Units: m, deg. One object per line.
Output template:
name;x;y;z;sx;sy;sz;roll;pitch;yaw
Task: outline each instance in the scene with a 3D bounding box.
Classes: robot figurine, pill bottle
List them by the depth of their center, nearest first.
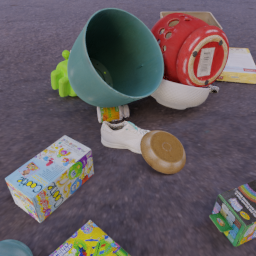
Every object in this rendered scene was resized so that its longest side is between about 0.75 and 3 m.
pill bottle;-0.556;-0.576;10.507;1.142;0.634;0.634;-8;40;-10
robot figurine;-1.983;-2.305;11.935;2.573;1.488;2.257;-31;59;-31

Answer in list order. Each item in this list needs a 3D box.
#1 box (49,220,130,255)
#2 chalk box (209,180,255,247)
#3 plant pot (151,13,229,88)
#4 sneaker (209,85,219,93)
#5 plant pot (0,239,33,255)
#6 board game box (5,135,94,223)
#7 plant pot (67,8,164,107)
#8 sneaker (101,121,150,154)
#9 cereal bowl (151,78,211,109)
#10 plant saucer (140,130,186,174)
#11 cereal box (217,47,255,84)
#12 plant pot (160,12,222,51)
box;-0.840;3.018;5.896;1.374;0.871;1.427;30;49;32
chalk box;2.764;2.143;6.909;1.583;0.981;0.988;-16;43;-17
plant pot;2.258;-2.771;10.332;2.512;2.512;2.288;-20;37;-23
sneaker;3.568;-1.693;12.165;0.784;0.293;0.322;7;40;8
plant pot;-2.526;2.967;5.588;1.654;1.654;1.108;0;12;-1
board game box;-2.070;1.341;7.793;1.098;1.079;2.095;25;45;28
plant pot;-0.672;-2.060;9.575;2.993;2.993;2.402;-37;9;-37
sneaker;0.202;0.214;9.248;2.275;1.007;0.856;4;38;5
cereal bowl;1.809;-1.430;10.928;2.567;1.069;2.567;13;20;-5
plant saucer;1.167;0.656;8.792;1.601;0.283;1.601;13;51;-16
cereal box;5.024;-3.165;13.744;2.085;0.573;2.898;6;40;8
plant pot;2.853;-4.170;13.690;2.509;2.224;2.512;0;38;0
